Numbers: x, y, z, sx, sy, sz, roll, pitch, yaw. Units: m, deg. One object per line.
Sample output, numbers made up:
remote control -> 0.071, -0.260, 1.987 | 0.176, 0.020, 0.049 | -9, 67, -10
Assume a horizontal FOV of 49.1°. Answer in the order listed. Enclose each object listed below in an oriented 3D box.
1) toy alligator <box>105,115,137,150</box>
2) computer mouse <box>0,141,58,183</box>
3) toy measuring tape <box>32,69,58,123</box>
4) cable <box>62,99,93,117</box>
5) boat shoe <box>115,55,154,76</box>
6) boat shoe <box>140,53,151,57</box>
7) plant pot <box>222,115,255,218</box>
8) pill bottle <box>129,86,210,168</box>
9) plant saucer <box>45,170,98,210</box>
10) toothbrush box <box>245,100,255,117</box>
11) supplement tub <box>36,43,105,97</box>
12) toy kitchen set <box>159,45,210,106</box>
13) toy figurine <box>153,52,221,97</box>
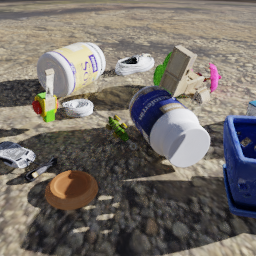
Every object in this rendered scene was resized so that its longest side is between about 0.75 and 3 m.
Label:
toy alligator -> -0.242, 0.088, 8.553 | 1.492, 0.495, 0.359 | 46, 7, 30
computer mouse -> -3.308, 0.985, 8.746 | 2.060, 0.452, 1.130 | 21, 41, 21
toy measuring tape -> -2.909, -1.166, 9.793 | 0.910, 2.474, 0.910 | 8, 45, -8
cable -> -2.043, -0.826, 11.733 | 1.158, 0.401, 1.158 | 27, 39, 36
boat shoe -> 0.484, -3.664, 15.788 | 2.569, 0.840, 0.945 | -26, 59, -29
boat shoe -> 1.022, -4.284, 17.323 | 0.498, 0.566, 1.590 | 11, 28, 12
plant pot -> 3.532, 1.070, 7.097 | 2.180, 1.960, 2.180 | 5, 32, 9
pill bottle -> 1.283, -0.116, 9.280 | 1.715, 1.715, 2.964 | -11, 33, -17
plant saucer -> -1.570, 1.639, 7.795 | 1.454, 0.272, 1.454 | 0, 32, 0
toothbrush box -> 5.936, -0.330, 10.237 | 2.580, 1.100, 1.889 | -11, 33, -20
supplement tub -> -2.646, -2.894, 13.484 | 2.109, 2.109, 2.901 | 18, 36, 27
toy kitchen set -> 2.194, -1.717, 8.973 | 1.665, 1.502, 1.358 | -25, 56, -40
toy figurine -> 3.004, -2.382, 13.466 | 2.645, 2.157, 2.874 | 2, 4, -23
